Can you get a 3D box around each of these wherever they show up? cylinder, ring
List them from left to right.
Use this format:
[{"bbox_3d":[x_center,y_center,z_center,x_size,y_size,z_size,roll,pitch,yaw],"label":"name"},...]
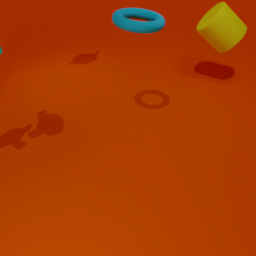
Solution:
[{"bbox_3d":[0.260,-2.646,6.862,1.312,0.262,1.312,5,38,-4],"label":"ring"},{"bbox_3d":[3.283,-3.511,9.861,1.235,1.235,1.235,37,35,-18],"label":"cylinder"}]

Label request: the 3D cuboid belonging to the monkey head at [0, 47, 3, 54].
[{"bbox_3d":[-3.207,-1.646,5.611,1.164,0.975,1.618,-42,35,-3],"label":"monkey head"}]
